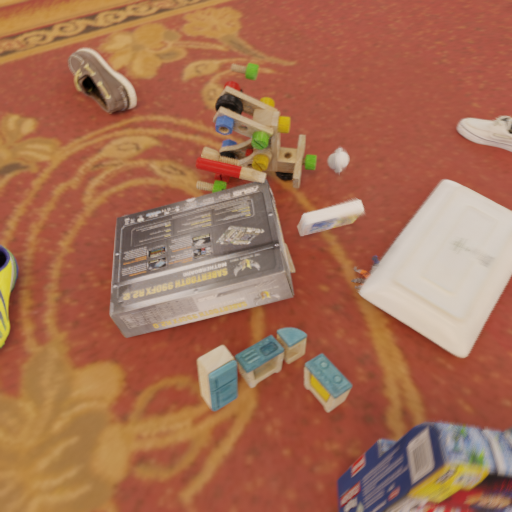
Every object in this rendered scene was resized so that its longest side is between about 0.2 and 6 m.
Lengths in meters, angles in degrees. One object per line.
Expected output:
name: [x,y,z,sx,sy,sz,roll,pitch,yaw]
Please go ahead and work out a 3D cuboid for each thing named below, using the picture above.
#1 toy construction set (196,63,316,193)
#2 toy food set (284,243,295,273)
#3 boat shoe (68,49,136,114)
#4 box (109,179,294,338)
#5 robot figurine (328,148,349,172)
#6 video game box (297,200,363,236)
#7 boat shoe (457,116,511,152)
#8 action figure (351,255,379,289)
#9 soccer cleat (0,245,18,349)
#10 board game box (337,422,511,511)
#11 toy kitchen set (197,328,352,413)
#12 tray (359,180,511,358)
toy construction set: [0.160,-2.061,10.960,2.134,2.316,2.777,13,39,2]
toy food set: [-0.021,-0.084,10.272,1.415,0.462,0.832,-3,47,-3]
boat shoe: [-4.038,-4.365,13.993,0.765,0.923,2.571,-32,60,-31]
box: [-0.973,-0.020,9.620,2.917,0.705,2.310,-15,47,5]
robot figurine: [1.700,-1.975,11.581,0.326,0.490,0.578,-2,2,-19]
video game box: [1.329,-0.677,10.235,1.065,0.970,0.249,-14,83,-4]
boat shoe: [5.609,-2.828,12.705,1.977,0.650,0.711,29,53,24]
action figure: [2.045,0.339,9.972,0.650,0.352,0.672,4,60,-10]
soccer cleat: [-4.428,0.698,9.262,0.672,0.870,2.080,-5,47,-5]
board game box: [2.743,2.729,6.514,2.795,2.796,0.862,11,48,-9]
toy kitchen set: [0.276,1.824,8.100,1.758,1.035,1.408,-27,53,-23]
tray: [3.593,-0.058,10.045,2.012,0.415,3.747,33,55,16]
